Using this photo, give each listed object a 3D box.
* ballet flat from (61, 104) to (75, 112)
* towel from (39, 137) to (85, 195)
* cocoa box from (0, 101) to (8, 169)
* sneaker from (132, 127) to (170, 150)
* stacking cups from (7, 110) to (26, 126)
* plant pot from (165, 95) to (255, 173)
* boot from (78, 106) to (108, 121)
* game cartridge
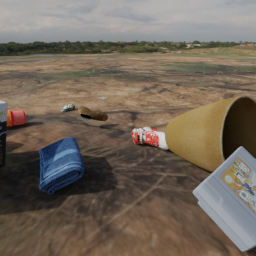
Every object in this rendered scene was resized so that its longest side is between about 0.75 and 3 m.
[{"bbox_3d":[-2.837,-0.962,13.223,0.307,0.307,0.828,12,22,31],"label":"ballet flat"},{"bbox_3d":[-1.702,0.837,7.071,1.088,0.473,1.948,-28,23,-5],"label":"towel"},{"bbox_3d":[-4.522,0.290,6.441,1.889,1.859,2.833,13,16,19],"label":"cocoa box"},{"bbox_3d":[0.686,0.367,8.937,0.890,0.555,1.661,-8,17,-18],"label":"sneaker"},{"bbox_3d":[-5.330,-0.247,10.578,2.747,0.831,0.831,-4,18,-30],"label":"stacking cups"},{"bbox_3d":[2.155,0.234,7.549,2.069,2.069,2.221,-15,10,-36],"label":"plant pot"},{"bbox_3d":[-1.319,-0.436,10.763,1.239,0.456,0.467,15,30,-27],"label":"boot"},{"bbox_3d":[2.293,1.271,5.401,1.455,0.454,2.186,44,40,19],"label":"game cartridge"}]
